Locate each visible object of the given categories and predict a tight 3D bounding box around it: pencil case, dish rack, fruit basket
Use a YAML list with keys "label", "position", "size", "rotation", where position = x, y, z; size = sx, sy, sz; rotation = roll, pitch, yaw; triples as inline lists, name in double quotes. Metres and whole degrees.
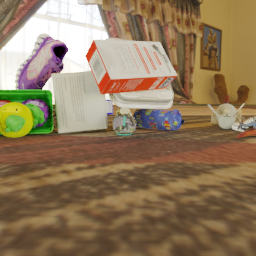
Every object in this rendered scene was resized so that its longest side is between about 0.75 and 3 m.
- label: "pencil case"
  position: [0.994, -0.327, 9.366]
  size: [1.718, 0.746, 0.671]
  rotation: [5, -36, 41]
- label: "dish rack"
  position: [0.352, -1.982, 9.502]
  size: [2.425, 2.825, 0.615]
  rotation: [0, -28, -27]
- label: "fruit basket"
  position: [-3.075, -0.390, 7.722]
  size: [2.085, 1.504, 2.085]
  rotation: [-4, -11, -1]

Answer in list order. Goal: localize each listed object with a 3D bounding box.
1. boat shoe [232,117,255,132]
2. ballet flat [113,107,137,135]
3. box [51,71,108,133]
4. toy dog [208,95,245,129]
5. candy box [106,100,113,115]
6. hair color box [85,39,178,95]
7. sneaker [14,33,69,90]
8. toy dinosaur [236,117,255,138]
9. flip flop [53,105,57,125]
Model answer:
- label: "boat shoe"
  position: [3.891, -0.110, 8.604]
  size: [0.530, 0.484, 1.473]
  rotation: [-4, 7, -32]
- label: "ballet flat"
  position: [-0.101, -0.284, 8.894]
  size: [0.818, 0.818, 2.275]
  rotation: [0, 6, -3]
- label: "box"
  position: [-1.519, -0.873, 9.127]
  size: [1.551, 1.801, 1.810]
  rotation: [-6, 7, -6]
- label: "toy dog"
  position: [3.687, -0.641, 10.317]
  size: [1.594, 1.164, 2.416]
  rotation: [0, 6, -3]
- label: "candy box"
  position: [-2.462, -1.216, 16.434]
  size: [2.144, 0.977, 2.536]
  rotation: [3, 6, 35]
- label: "hair color box"
  position: [0.136, -1.847, 8.390]
  size: [2.480, 1.375, 0.793]
  rotation: [-10, -22, -34]
- label: "sneaker"
  position: [-2.672, -1.914, 8.987]
  size: [1.110, 2.511, 1.010]
  rotation: [13, -19, 18]
- label: "toy dinosaur"
  position: [3.637, 0.111, 7.683]
  size: [1.165, 1.284, 0.674]
  rotation: [22, -30, 16]
- label: "flip flop"
  position: [-2.784, -0.443, 11.107]
  size: [2.617, 0.753, 1.061]
  rotation: [14, -5, -28]
